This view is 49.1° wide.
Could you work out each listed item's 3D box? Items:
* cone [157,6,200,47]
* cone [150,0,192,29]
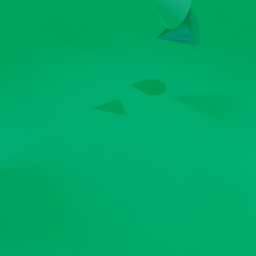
[{"bbox_3d":[1.477,-3.024,8.859,1.242,1.237,1.237,-9,31,29],"label":"cone"},{"bbox_3d":[0.775,-2.919,6.434,0.966,0.962,0.962,14,30,-29],"label":"cone"}]
